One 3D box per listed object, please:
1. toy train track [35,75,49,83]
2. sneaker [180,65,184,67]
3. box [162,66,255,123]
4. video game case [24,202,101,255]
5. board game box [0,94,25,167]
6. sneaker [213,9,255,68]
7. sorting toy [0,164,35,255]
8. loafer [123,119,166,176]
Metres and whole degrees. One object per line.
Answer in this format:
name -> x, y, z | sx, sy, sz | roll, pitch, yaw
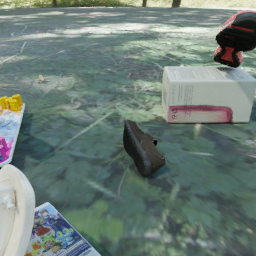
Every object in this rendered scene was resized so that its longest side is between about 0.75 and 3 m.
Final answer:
toy train track -> -3.216, -1.821, 10.471 | 0.517, 0.147, 0.901 | -17, 26, -17
sneaker -> 2.022, -1.872, 10.210 | 0.707, 0.602, 1.599 | 40, 14, -1
box -> 2.072, -0.930, 7.582 | 2.172, 1.183, 1.389 | 0, 27, 0
video game case -> -1.369, 1.948, 3.078 | 2.273, 0.261, 2.071 | -24, 36, -36
board game box -> -3.972, 0.130, 6.154 | 2.983, 0.386, 2.984 | -10, 29, -9
sneaker -> 2.583, -2.292, 6.599 | 0.888, 1.045, 2.409 | 21, -3, 9
sorting toy -> -2.551, 1.175, 3.051 | 2.660, 1.421, 2.394 | -17, 24, -29
loafer -> 0.310, 0.376, 5.839 | 0.579, 0.592, 1.623 | -5, 37, -18
